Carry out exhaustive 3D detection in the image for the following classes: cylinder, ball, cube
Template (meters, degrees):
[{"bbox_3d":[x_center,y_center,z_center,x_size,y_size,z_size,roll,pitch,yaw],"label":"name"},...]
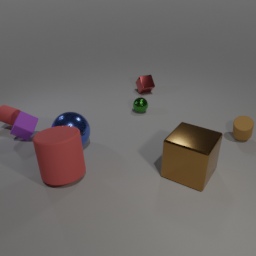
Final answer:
[{"bbox_3d":[-4.803,-0.510,11.333,0.700,0.700,0.700,18,34,14],"label":"cylinder"},{"bbox_3d":[-2.066,0.111,10.115,1.400,1.400,1.400,0,30,0],"label":"ball"},{"bbox_3d":[0.575,-1.054,12.821,0.700,0.700,0.700,0,30,0],"label":"ball"},{"bbox_3d":[-2.096,0.816,8.679,1.400,1.400,1.400,-5,22,2],"label":"cylinder"},{"bbox_3d":[4.324,0.011,10.539,0.700,0.700,0.700,-8,53,11],"label":"cylinder"},{"bbox_3d":[0.900,-2.296,14.697,0.700,0.700,0.700,-12,-13,-20],"label":"cube"},{"bbox_3d":[-3.907,-0.077,10.560,0.700,0.700,0.700,26,49,-23],"label":"cube"},{"bbox_3d":[1.993,0.850,8.818,1.400,1.400,1.400,18,34,28],"label":"cube"}]
